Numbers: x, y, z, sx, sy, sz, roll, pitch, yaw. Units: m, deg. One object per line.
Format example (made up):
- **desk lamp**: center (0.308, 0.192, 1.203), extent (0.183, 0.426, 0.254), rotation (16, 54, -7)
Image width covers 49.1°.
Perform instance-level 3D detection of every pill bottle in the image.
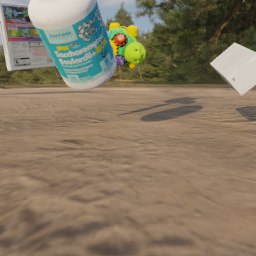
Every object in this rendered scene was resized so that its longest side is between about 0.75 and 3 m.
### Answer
- **pill bottle**: center (-1.188, -2.105, 6.001), extent (1.381, 2.493, 1.381), rotation (-8, 52, 11)

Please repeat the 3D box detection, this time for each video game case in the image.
- **video game case**: center (-2.408, -2.315, 7.185), extent (0.196, 1.550, 1.701), rotation (6, 18, 38)

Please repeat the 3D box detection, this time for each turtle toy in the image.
- **turtle toy**: center (-0.213, -3.072, 10.842), extent (2.304, 1.679, 1.165), rotation (22, 35, 32)

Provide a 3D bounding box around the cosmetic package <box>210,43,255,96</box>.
- **cosmetic package**: center (3.023, -1.671, 7.713), extent (0.940, 0.660, 1.853), rotation (-40, 16, 19)
